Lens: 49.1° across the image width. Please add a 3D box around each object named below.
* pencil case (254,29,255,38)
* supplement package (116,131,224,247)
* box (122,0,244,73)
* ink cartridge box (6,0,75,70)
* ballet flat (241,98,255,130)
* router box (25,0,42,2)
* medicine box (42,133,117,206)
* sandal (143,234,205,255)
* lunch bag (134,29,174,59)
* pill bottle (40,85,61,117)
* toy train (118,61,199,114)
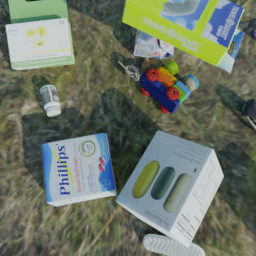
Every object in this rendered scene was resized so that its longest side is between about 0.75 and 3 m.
[{"bbox_3d":[4.840,-3.300,9.373,1.168,0.500,0.490,-20,72,-6],"label":"pencil case"},{"bbox_3d":[1.101,1.467,6.899,1.558,1.546,2.053,20,69,37],"label":"supplement package"},{"bbox_3d":[1.500,-2.668,6.773,2.856,0.680,1.741,27,60,4],"label":"box"},{"bbox_3d":[-2.810,-3.252,8.812,1.919,0.633,2.638,-7,96,-2],"label":"ink cartridge box"},{"bbox_3d":[4.218,-0.016,8.192,2.087,0.763,0.763,38,75,6],"label":"ballet flat"},{"bbox_3d":[-3.131,-4.362,9.559,1.125,0.839,0.287,33,75,10],"label":"router box"},{"bbox_3d":[-1.304,1.140,7.616,1.762,0.907,1.605,-10,71,-4],"label":"medicine box"},{"bbox_3d":[1.196,2.997,7.224,1.595,0.392,0.649,14,113,9],"label":"sandal"},{"bbox_3d":[0.890,-2.888,9.084,1.269,0.807,1.076,10,73,-4],"label":"lunch bag"},{"bbox_3d":[-2.348,-0.825,8.516,0.496,0.496,0.877,-16,71,-6],"label":"pill bottle"},{"bbox_3d":[0.974,-1.656,8.622,1.345,0.984,2.325,-38,75,-23],"label":"toy train"}]
